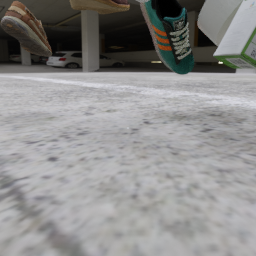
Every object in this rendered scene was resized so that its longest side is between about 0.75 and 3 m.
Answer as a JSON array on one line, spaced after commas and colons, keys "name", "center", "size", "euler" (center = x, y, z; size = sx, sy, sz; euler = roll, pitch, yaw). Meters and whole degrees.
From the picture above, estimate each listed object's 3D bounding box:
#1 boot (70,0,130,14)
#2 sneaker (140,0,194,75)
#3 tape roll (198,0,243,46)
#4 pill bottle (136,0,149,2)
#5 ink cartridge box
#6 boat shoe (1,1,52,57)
[{"name": "boot", "center": [-0.668, -3.640, 6.538], "size": [0.752, 1.729, 2.079], "euler": [6, 17, 34]}, {"name": "sneaker", "center": [1.351, -2.898, 8.494], "size": [1.023, 2.865, 1.145], "euler": [-35, 19, -12]}, {"name": "tape roll", "center": [3.242, -3.589, 8.184], "size": [0.858, 2.453, 2.453], "euler": [51, 35, 16]}, {"name": "pill bottle", "center": [0.838, -3.390, 5.538], "size": [1.166, 1.166, 2.134], "euler": [-10, -1, -37]}, {"name": "ink cartridge box", "center": [2.899, -2.433, 6.035], "size": [0.677, 2.282, 1.185], "euler": [25, 8, -14]}, {"name": "boat shoe", "center": [-2.828, -2.853, 8.365], "size": [0.907, 0.860, 2.394], "euler": [12, -7, 5]}]
